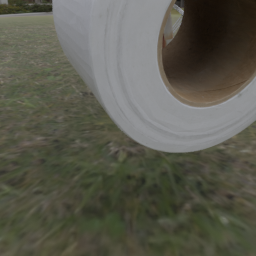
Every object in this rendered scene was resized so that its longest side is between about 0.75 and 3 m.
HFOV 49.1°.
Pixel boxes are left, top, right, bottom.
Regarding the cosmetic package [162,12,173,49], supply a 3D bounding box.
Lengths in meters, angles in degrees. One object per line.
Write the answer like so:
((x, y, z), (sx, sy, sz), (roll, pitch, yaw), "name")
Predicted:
((0.539, -2.012, 5.521), (0.543, 1.243, 0.643), (-15, 35, -2), "cosmetic package")

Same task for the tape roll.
((0.609, -1.379, 3.642), (2.879, 2.879, 1.977), (-10, 32, -19), "tape roll")

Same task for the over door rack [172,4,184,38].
((0.460, -2.667, 6.777), (1.785, 1.318, 0.594), (41, 27, -1), "over door rack")
